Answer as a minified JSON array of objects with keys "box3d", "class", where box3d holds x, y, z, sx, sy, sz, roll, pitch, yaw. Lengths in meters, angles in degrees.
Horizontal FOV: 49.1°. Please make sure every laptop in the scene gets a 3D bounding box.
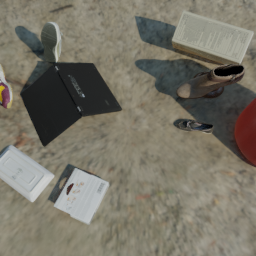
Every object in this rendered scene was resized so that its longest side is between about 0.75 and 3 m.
[{"box3d":[-1.796,-0.834,8.767,2.281,1.322,2.136,-12,60,-38],"class":"laptop"}]

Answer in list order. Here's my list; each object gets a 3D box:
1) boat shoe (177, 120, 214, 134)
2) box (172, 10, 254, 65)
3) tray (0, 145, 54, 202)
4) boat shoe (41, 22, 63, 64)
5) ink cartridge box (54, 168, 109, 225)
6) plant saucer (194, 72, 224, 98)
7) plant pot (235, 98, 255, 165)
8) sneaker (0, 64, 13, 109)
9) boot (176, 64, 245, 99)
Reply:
[{"box3d":[1.996,-0.072,8.256,1.063,0.303,0.355,8,63,4],"class":"boat shoe"},{"box3d":[2.675,-2.845,9.067,2.278,0.886,1.082,23,96,11],"class":"box"},{"box3d":[-2.949,1.187,7.672,1.687,0.187,0.906,31,68,15],"class":"tray"},{"box3d":[-2.373,-2.728,8.882,0.576,1.562,0.501,21,55,4],"class":"boat shoe"},{"box3d":[-1.198,1.770,7.332,1.015,0.255,1.169,21,65,13],"class":"ink cartridge box"},{"box3d":[2.603,-1.444,9.038,1.059,0.194,1.059,0,63,-1],"class":"plant saucer"},{"box3d":[4.237,-0.282,7.261,2.390,2.115,2.390,-1,58,1],"class":"plant pot"},{"box3d":[-4.121,-1.277,8.517,0.815,0.678,1.810,-8,54,-41],"class":"sneaker"},{"box3d":[2.292,-1.350,7.825,1.816,1.328,0.638,-17,83,2],"class":"boot"}]
